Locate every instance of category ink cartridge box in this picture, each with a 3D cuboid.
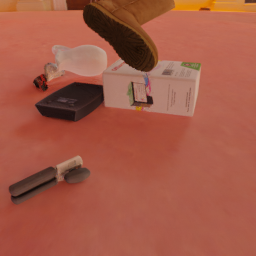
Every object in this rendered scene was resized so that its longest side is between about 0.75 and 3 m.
[{"bbox_3d":[0.797,-1.369,8.752,2.710,1.138,1.962,8,28,15],"label":"ink cartridge box"}]

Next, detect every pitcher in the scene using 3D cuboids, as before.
[{"bbox_3d":[-1.986,-2.850,11.281,2.027,1.229,1.739,-4,47,-21],"label":"pitcher"}]

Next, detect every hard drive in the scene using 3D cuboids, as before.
[{"bbox_3d":[-1.581,-0.844,8.476,1.483,0.465,2.198,9,28,18],"label":"hard drive"}]

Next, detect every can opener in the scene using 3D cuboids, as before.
[{"bbox_3d":[-1.383,0.927,5.089,1.476,0.389,0.491,-21,34,-35],"label":"can opener"}]

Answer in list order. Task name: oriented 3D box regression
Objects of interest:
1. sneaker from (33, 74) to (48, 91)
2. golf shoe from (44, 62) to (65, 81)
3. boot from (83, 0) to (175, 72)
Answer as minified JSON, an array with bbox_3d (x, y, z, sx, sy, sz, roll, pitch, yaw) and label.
[{"bbox_3d":[-3.156,-1.572,10.060,0.490,0.354,1.003,-22,41,-3],"label":"sneaker"},{"bbox_3d":[-2.920,-2.270,11.182,0.771,0.621,1.586,3,28,-6],"label":"golf shoe"},{"bbox_3d":[0.544,-3.160,7.989,2.563,0.968,2.927,45,54,4],"label":"boot"}]
